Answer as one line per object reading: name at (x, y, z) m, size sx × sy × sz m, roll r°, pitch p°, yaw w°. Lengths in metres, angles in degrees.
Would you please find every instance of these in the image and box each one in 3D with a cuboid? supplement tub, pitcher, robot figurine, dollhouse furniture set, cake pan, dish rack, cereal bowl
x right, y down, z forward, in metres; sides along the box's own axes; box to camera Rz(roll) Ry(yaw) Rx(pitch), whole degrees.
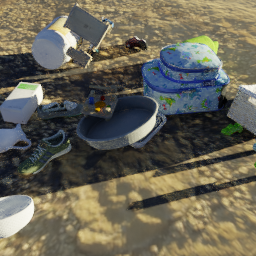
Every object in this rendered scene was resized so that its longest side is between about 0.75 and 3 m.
supplement tub at (-3.359, -4.116, 13.514) m, size 1.801 × 1.801 × 2.494 m, roll 10°, pitch 44°, yaw 11°
pitcher at (-3.999, 0.460, 9.354) m, size 1.259 × 0.763 × 1.080 m, roll -26°, pitch 57°, yaw -40°
robot figurine at (3.081, -3.482, 13.147) m, size 2.390 × 1.383 × 2.097 m, roll -23°, pitch 47°, yaw -23°
dollhouse furniture set at (-2.079, -4.445, 13.576) m, size 1.722 × 2.492 × 2.640 m, roll 31°, pitch 11°, yaw -9°
cake pan at (-0.299, -0.194, 8.899) m, size 2.673 × 0.490 × 2.673 m, roll -15°, pitch 29°, yaw 8°
dish rack at (0.074, -0.174, 10.174) m, size 2.218 × 0.483 × 1.904 m, roll 27°, pitch 48°, yaw 26°
cereal bowl at (-3.159, 2.318, 7.077) m, size 1.572 × 0.655 × 1.572 m, roll -9°, pitch 9°, yaw 1°

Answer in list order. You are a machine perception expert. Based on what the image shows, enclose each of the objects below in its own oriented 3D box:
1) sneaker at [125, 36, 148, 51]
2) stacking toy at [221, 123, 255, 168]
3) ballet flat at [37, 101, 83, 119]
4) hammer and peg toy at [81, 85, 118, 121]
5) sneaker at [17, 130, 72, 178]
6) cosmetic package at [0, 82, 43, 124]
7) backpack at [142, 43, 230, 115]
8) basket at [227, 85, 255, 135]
sneaker at (0.352, -4.342, 14.777) m, size 0.874 × 0.573 × 1.514 m, roll -24°, pitch 37°, yaw -18°
stacking toy at (4.971, 0.389, 9.431) m, size 2.825 × 0.664 × 2.130 m, roll -15°, pitch 35°, yaw -6°
ballet flat at (-2.516, -0.746, 10.715) m, size 1.866 × 0.594 × 0.629 m, roll -10°, pitch 43°, yaw -11°
hammer and peg toy at (-0.924, -0.906, 9.619) m, size 1.088 × 0.522 × 1.480 m, roll 10°, pitch 45°, yaw 7°
sneaker at (-2.696, 0.717, 8.897) m, size 1.937 × 0.870 × 0.649 m, roll -34°, pitch 52°, yaw -31°
cosmetic package at (-4.080, -0.989, 10.883) m, size 0.925 × 0.729 × 1.720 m, roll 7°, pitch 41°, yaw 5°
backpack at (2.045, -1.948, 10.834) m, size 2.991 × 2.198 × 2.737 m, roll -9°, pitch 40°, yaw -1°
basket at (4.654, -0.662, 9.876) m, size 1.544 × 1.241 × 1.530 m, roll -8°, pitch 38°, yaw -38°
